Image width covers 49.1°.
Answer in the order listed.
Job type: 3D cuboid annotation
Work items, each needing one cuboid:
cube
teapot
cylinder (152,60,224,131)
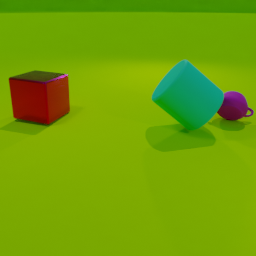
[{"bbox_3d":[-2.543,-0.940,8.210,1.209,1.209,1.209,10,24,17],"label":"cube"},{"bbox_3d":[2.940,-0.705,8.021,1.453,0.904,0.712,27,62,-1],"label":"teapot"},{"bbox_3d":[1.531,-0.840,7.285,1.333,1.333,1.333,38,22,-11],"label":"cylinder"}]
